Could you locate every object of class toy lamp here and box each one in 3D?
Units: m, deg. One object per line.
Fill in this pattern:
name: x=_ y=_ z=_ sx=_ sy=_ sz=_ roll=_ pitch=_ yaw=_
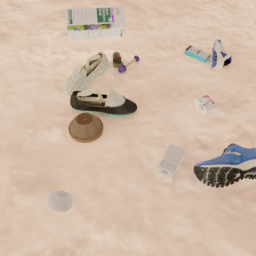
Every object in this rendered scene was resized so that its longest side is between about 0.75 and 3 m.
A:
toy lamp: x=0.018 y=-2.983 z=13.150 sx=0.375 sy=0.375 sz=1.290 roll=32 pitch=54 yaw=24

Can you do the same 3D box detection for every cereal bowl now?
cereal bowl: x=-2.048 y=2.165 z=8.565 sx=0.794 sy=0.331 sz=0.794 roll=16 pitch=22 yaw=-6

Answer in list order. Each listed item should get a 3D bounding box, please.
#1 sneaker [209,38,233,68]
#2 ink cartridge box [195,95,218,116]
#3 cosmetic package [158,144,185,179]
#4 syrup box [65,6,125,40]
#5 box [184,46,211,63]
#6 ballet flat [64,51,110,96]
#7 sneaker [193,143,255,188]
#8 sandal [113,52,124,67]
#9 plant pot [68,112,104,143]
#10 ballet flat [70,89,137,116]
sneaker: x=4.466 y=-3.436 z=13.388 sx=0.987 sy=0.690 sz=1.708 roll=13 pitch=58 yaw=6
ink cartridge box: x=3.199 y=-0.925 z=11.411 sx=0.583 sy=0.339 sz=0.800 roll=-19 pitch=54 yaw=-15
cosmetic package: x=1.490 y=1.124 z=9.595 sx=0.571 sy=0.450 sz=1.061 roll=24 pitch=53 yaw=20
syrup box: x=-1.639 y=-5.388 z=14.402 sx=2.941 sy=1.198 sz=1.158 roll=-5 pitch=81 yaw=-4
box: x=3.394 y=-3.624 z=13.727 sx=1.173 sy=0.288 sz=0.483 roll=31 pitch=56 yaw=24
ballet flat: x=-1.885 y=-2.555 z=12.439 sx=0.986 sy=0.986 sz=2.748 roll=28 pitch=56 yaw=22
sneaker: x=3.369 y=1.187 z=9.332 sx=2.632 sy=1.034 sz=1.173 roll=-5 pitch=39 yaw=-13
sandal: x=-0.525 y=-3.329 z=13.434 sx=0.495 sy=0.356 sz=1.247 roll=-9 pitch=50 yaw=-8
plant pot: x=-1.612 y=-0.142 z=10.566 sx=1.346 sy=0.621 sz=1.346 roll=-1 pitch=49 yaw=1
ballet flat: x=-0.989 y=-1.053 z=11.123 sx=2.751 sy=0.941 sz=0.935 roll=2 pitch=50 yaw=2
